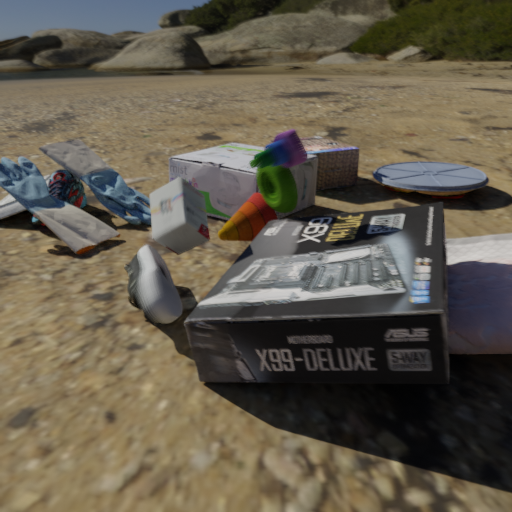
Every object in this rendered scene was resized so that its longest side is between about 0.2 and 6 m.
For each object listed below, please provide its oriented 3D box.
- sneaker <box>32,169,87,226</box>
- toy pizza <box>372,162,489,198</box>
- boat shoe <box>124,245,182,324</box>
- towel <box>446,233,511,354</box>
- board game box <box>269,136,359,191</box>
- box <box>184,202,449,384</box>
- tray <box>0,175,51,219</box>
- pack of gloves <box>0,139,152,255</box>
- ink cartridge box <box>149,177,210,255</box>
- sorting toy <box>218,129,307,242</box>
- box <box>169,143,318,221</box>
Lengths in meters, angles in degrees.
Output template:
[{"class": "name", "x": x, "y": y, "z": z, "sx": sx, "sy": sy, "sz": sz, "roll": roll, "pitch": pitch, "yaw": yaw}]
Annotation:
[{"class": "sneaker", "x": -4.440, "y": -1.362, "z": 12.458, "sx": 0.886, "sy": 1.067, "sz": 2.233, "roll": -1, "pitch": 23, "yaw": -3}, {"class": "toy pizza", "x": 4.533, "y": -1.964, "z": 14.708, "sx": 2.918, "sy": 0.462, "sz": 2.918, "roll": -1, "pitch": 22, "yaw": 0}, {"class": "boat shoe", "x": -1.634, "y": 0.514, "z": 8.556, "sx": 0.619, "sy": 0.750, "sz": 2.185, "roll": -38, "pitch": 25, "yaw": 2}, {"class": "towel", "x": 4.238, "y": 0.362, "z": 7.932, "sx": 3.491, "sy": 0.563, "sz": 3.334, "roll": -6, "pitch": 22, "yaw": 24}, {"class": "board game box", "x": 1.536, "y": -2.571, "z": 15.421, "sx": 1.674, "sy": 1.017, "sz": 2.099, "roll": -10, "pitch": 24, "yaw": -23}, {"class": "box", "x": 1.117, "y": 0.366, "z": 7.784, "sx": 2.940, "sy": 0.928, "sz": 3.728, "roll": -4, "pitch": 21, "yaw": 21}, {"class": "tray", "x": -5.411, "y": -1.415, "z": 13.108, "sx": 1.306, "sy": 0.270, "sz": 2.432, "roll": -19, "pitch": 22, "yaw": 4}, {"class": "pack of gloves", "x": -3.930, "y": -1.243, "z": 12.177, "sx": 3.305, "sy": 0.652, "sz": 2.777, "roll": 38, "pitch": 34, "yaw": 18}, {"class": "ink cartridge box", "x": -1.207, "y": -0.627, "z": 8.810, "sx": 0.657, "sy": 0.660, "sz": 0.908, "roll": -24, "pitch": 55, "yaw": 22}, {"class": "sorting toy", "x": -0.040, "y": -0.989, "z": 9.704, "sx": 1.054, "sy": 3.060, "sz": 1.061, "roll": -25, "pitch": 73, "yaw": -22}, {"class": "box", "x": -0.296, "y": -1.782, "z": 13.170, "sx": 2.660, "sy": 1.286, "sz": 2.347, "roll": 16, "pitch": 28, "yaw": 34}]
